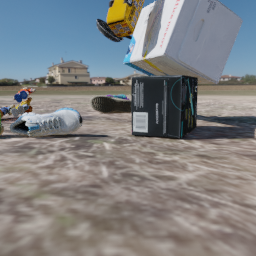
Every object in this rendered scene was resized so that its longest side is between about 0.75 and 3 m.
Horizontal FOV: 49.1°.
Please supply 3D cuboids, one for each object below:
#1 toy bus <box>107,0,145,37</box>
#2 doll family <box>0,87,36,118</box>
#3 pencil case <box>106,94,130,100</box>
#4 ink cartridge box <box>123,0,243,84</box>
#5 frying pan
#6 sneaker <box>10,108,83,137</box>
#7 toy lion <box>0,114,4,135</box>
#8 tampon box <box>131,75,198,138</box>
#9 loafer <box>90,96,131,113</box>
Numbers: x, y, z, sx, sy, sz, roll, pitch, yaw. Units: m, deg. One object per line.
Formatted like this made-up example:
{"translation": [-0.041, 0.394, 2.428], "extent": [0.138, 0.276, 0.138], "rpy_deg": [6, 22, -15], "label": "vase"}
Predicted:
{"translation": [0.025, -3.893, 8.532], "extent": [0.689, 2.118, 0.829], "rpy_deg": [0, -27, 35], "label": "toy bus"}
{"translation": [-4.439, -0.688, 10.350], "extent": [2.449, 1.104, 1.520], "rpy_deg": [-19, 18, -6], "label": "doll family"}
{"translation": [-0.663, -1.492, 15.854], "extent": [0.886, 0.816, 1.917], "rpy_deg": [-13, 3, 24], "label": "pencil case"}
{"translation": [1.637, -2.819, 9.251], "extent": [2.164, 2.203, 2.992], "rpy_deg": [21, 0, -24], "label": "ink cartridge box"}
{"translation": [-0.554, -3.624, 10.515], "extent": [1.195, 0.322, 1.976], "rpy_deg": [43, 25, 2], "label": "frying pan"}
{"translation": [-1.970, -0.048, 6.662], "extent": [1.787, 0.670, 0.774], "rpy_deg": [-7, 12, 14], "label": "sneaker"}
{"translation": [-3.763, -0.514, 6.551], "extent": [1.532, 1.468, 0.526], "rpy_deg": [1, 8, 7], "label": "toy lion"}
{"translation": [1.016, -0.610, 7.253], "extent": [1.222, 1.450, 1.935], "rpy_deg": [4, 9, 24], "label": "tampon box"}
{"translation": [-0.771, -1.080, 13.286], "extent": [2.142, 0.811, 0.731], "rpy_deg": [7, 4, -16], "label": "loafer"}
